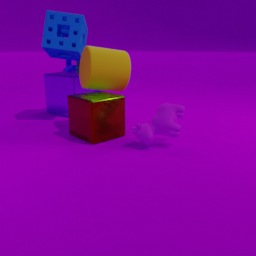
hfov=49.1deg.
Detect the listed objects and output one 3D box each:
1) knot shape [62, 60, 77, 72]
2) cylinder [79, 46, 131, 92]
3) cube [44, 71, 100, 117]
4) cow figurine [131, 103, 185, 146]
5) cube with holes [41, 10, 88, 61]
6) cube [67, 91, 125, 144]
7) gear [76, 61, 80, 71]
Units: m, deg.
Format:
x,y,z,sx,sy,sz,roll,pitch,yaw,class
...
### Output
x,y,z,sx,sy,sz,roll,pitch,yaw,class
-2.573,-2.466,12.843,0.772,1.670,1.563,12,-10,-10,knot shape
-0.662,-1.629,7.800,1.146,1.146,1.146,1,15,-24,cylinder
-1.954,-1.250,9.949,1.391,1.391,1.391,10,19,30,cube
0.713,-0.122,6.728,1.146,1.165,0.640,12,-23,10,cow figurine
-1.895,-2.767,8.571,1.084,1.084,1.084,7,-2,-2,cube with holes
-0.824,-0.325,7.384,1.098,1.098,1.098,-15,22,-40,cube
-1.638,-1.999,11.307,0.371,2.005,2.005,-13,20,-22,gear
